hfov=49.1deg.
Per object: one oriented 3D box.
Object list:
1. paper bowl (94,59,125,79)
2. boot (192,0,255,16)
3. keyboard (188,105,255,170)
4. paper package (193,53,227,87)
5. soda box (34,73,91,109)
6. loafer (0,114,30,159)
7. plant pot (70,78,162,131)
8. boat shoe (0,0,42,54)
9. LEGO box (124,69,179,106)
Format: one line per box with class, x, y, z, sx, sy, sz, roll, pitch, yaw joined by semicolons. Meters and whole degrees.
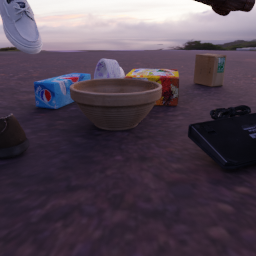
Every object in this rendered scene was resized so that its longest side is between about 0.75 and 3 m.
paper bowl;-0.639;-1.685;9.924;0.759;1.459;1.459;-1;17;-27
boot;2.320;-4.373;9.110;2.730;0.877;2.545;6;18;-13
keyboard;2.603;0.070;5.952;2.845;0.365;1.708;-9;41;-26
paper package;3.816;-2.727;13.118;0.740;1.431;1.364;-11;22;-29
soda box;-2.219;-1.385;9.968;0.803;0.849;2.503;6;19;18
loafer;-3.298;0.007;5.643;2.631;0.939;0.960;1;18;3
plant pot;-0.295;-0.610;7.298;2.330;1.076;2.330;-1;18;0
boat shoe;-3.266;-3.455;8.411;0.974;0.927;2.706;-10;64;-32
LEGO box;0.927;-1.584;10.389;1.849;0.958;2.483;3;19;7
